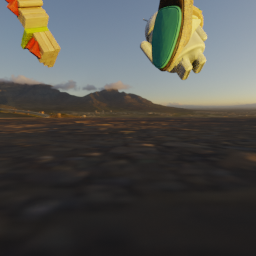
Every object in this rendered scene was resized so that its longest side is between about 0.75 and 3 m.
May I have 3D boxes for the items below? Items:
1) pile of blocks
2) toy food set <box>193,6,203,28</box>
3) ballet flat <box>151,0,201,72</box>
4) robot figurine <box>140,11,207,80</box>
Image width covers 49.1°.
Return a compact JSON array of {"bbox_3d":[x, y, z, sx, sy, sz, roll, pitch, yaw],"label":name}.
[{"bbox_3d":[-2.326,-2.498,6.257,0.739,2.379,0.976,-23,10,-37],"label":"pile of blocks"},{"bbox_3d":[2.001,-3.641,10.081,1.515,1.531,0.372,2,38,-18],"label":"toy food set"},{"bbox_3d":[1.074,-2.456,5.591,0.888,2.642,0.899,-9,25,-31],"label":"ballet flat"},{"bbox_3d":[1.457,-2.775,8.959,2.113,2.491,1.407,-26,-15,-12],"label":"robot figurine"}]
